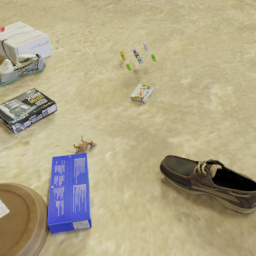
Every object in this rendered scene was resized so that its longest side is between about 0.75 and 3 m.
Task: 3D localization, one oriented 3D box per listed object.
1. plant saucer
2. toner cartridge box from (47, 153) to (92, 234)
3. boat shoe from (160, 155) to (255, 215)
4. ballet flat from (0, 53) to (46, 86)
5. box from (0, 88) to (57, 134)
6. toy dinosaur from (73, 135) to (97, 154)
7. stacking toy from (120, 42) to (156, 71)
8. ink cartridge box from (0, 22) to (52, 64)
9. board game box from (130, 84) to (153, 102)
[{"bbox_3d":[-3.293,2.374,6.662,2.771,0.408,2.771,0,42,0],"label":"plant saucer"},{"bbox_3d":[-1.521,1.631,7.420,1.018,0.462,2.142,-5,43,-6],"label":"toner cartridge box"},{"bbox_3d":[2.181,1.245,7.440,2.738,1.004,1.020,19,46,19],"label":"boat shoe"},{"bbox_3d":[-4.697,-2.555,11.707,2.509,0.903,0.903,-29,50,-28],"label":"ballet flat"},{"bbox_3d":[-3.630,-0.656,9.930,1.379,0.435,1.749,33,52,31],"label":"box"},{"bbox_3d":[-1.351,0.580,8.699,0.523,0.331,0.771,27,54,18],"label":"toy dinosaur"},{"bbox_3d":[0.434,-3.073,12.244,1.265,0.394,1.678,-21,42,1],"label":"stacking toy"},{"bbox_3d":[-5.014,-3.942,13.083,2.438,1.016,1.770,32,51,30],"label":"ink cartridge box"},{"bbox_3d":[0.546,-1.361,10.910,0.584,0.160,0.925,17,45,18],"label":"board game box"}]
